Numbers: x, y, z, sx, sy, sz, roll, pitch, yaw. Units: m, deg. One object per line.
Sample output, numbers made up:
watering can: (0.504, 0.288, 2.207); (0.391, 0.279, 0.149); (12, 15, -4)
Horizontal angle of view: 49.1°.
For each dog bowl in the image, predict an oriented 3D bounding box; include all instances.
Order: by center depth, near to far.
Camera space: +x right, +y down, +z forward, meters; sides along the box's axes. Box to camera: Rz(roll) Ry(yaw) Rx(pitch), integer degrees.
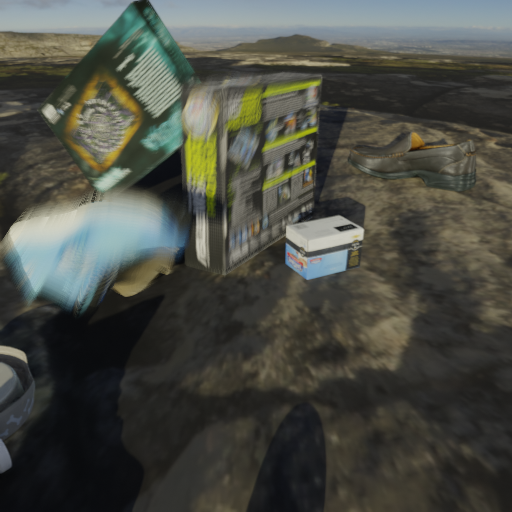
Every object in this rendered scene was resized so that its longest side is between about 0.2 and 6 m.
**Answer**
dog bowl: (-3.305, 1.652, 6.397); (1.570, 0.460, 1.570); (0, 25, 0)

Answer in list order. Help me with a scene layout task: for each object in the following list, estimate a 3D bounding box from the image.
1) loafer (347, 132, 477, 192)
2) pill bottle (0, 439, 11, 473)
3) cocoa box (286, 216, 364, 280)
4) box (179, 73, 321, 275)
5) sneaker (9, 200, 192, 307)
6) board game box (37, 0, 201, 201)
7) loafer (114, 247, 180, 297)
loafer: (4.014, -2.622, 14.541); (3.423, 1.237, 1.246); (14, 30, 29)
pill bottle: (-2.861, 2.112, 5.387); (0.489, 0.489, 0.872); (22, 33, 38)
cocoa box: (1.192, -0.158, 9.881); (1.158, 0.760, 0.772); (-12, 28, -24)
box: (0.043, -1.694, 10.232); (0.826, 2.990, 3.732); (12, 25, 26)
sneaker: (-2.027, -0.017, 7.599); (2.950, 1.327, 1.156); (-9, 1, 32)
board game box: (-2.691, -2.899, 11.403); (3.784, 2.560, 0.533); (-26, 12, 39)
loafer: (-1.775, -0.160, 9.528); (0.983, 0.872, 2.586); (4, 26, 28)
